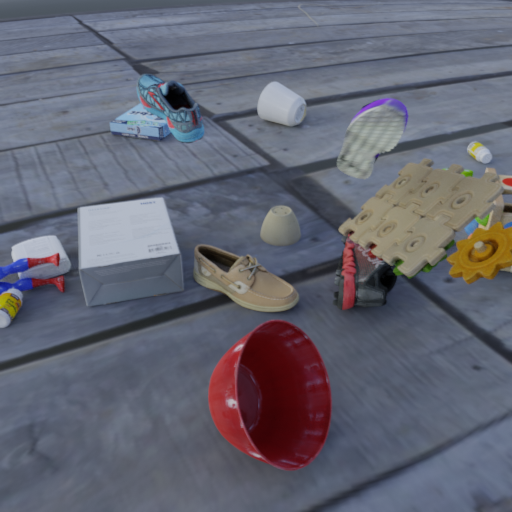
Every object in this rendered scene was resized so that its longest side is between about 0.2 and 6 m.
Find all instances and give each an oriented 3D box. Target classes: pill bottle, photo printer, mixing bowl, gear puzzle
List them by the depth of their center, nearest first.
[{"bbox_3d":[0.048,1.875,7.516,1.023,1.889,1.889,-19,18,39],"label":"mixing bowl"},{"bbox_3d":[2.454,-0.415,7.617,1.805,0.456,3.486,-43,20,2],"label":"gear puzzle"},{"bbox_3d":[-4.410,0.905,9.899,0.397,0.397,0.726,2,34,2],"label":"pill bottle"},{"bbox_3d":[-4.331,0.025,11.202,0.972,0.406,1.168,-19,38,-24],"label":"photo printer"},{"bbox_3d":[6.198,-2.846,15.500,0.400,0.400,0.712,-7,36,-10],"label":"pill bottle"}]

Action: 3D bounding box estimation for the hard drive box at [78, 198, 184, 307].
[{"bbox_3d":[-2.516,-0.169,11.044,1.819,0.896,2.334,-8,35,-12],"label":"hard drive box"}]

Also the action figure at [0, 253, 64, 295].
[{"bbox_3d":[-4.850,0.637,9.846,2.694,0.879,1.334,-8,26,-12],"label":"action figure"}]

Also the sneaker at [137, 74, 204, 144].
[{"bbox_3d":[-1.459,-2.758,9.664,0.692,0.833,1.745,-33,64,-25],"label":"sneaker"}]

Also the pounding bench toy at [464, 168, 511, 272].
[{"bbox_3d":[5.162,-0.362,10.697,2.028,1.615,2.600,8,35,11],"label":"pounding bench toy"}]

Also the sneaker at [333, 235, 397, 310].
[{"bbox_3d":[2.091,0.203,10.588,1.112,0.805,2.277,6,36,9],"label":"sneaker"}]

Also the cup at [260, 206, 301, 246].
[{"bbox_3d":[0.533,-0.704,12.094,0.885,0.633,0.885,0,34,0],"label":"cup"}]

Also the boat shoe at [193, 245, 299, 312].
[{"bbox_3d":[-0.251,0.389,10.376,2.232,0.720,0.795,17,37,24],"label":"boat shoe"}]

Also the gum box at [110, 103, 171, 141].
[{"bbox_3d":[-3.325,-4.208,17.488,1.662,0.436,1.956,11,35,16],"label":"gum box"}]

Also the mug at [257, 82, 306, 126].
[{"bbox_3d":[0.992,-4.767,17.733,1.250,1.219,1.522,30,50,26],"label":"mug"}]

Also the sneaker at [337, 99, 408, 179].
[{"bbox_3d":[1.572,-1.769,7.461,0.631,1.815,0.903,25,76,-1],"label":"sneaker"}]

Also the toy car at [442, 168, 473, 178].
[{"bbox_3d":[4.716,-1.730,13.526,0.838,0.872,1.062,5,22,7],"label":"toy car"}]
